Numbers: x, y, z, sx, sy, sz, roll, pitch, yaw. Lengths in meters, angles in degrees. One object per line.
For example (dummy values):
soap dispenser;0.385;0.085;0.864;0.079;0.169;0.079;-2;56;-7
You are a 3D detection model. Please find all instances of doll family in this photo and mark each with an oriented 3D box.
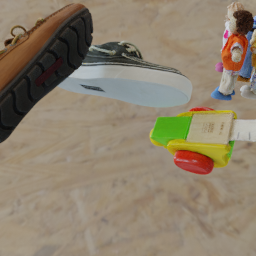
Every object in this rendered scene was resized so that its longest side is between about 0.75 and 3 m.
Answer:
doll family;2.397;-1.634;5.246;1.239;2.749;1.706;12;120;11

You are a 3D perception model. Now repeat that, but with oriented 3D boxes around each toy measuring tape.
toy measuring tape;1.490;0.211;3.920;2.841;1.045;1.045;1;72;46

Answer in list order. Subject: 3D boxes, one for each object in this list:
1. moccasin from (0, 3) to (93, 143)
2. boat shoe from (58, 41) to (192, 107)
moccasin;-1.212;-0.803;3.442;0.859;0.814;2.225;26;68;19
boat shoe;-0.206;-0.956;4.386;2.635;0.932;0.839;14;77;32
